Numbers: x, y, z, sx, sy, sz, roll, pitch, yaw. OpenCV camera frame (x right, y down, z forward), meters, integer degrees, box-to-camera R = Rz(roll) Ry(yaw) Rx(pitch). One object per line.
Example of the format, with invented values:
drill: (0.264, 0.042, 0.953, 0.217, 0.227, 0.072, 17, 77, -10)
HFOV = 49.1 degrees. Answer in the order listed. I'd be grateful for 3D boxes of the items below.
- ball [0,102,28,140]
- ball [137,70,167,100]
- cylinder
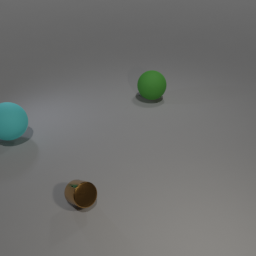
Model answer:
ball: (-4.409, -0.244, 10.295, 1.400, 1.400, 1.400, 0, 32, 0)
ball: (1.144, -2.056, 13.448, 1.400, 1.400, 1.400, 0, 32, 0)
cylinder: (-1.311, 1.809, 7.755, 0.700, 0.700, 0.700, -23, 9, -33)
